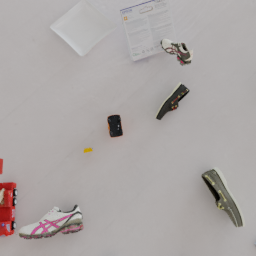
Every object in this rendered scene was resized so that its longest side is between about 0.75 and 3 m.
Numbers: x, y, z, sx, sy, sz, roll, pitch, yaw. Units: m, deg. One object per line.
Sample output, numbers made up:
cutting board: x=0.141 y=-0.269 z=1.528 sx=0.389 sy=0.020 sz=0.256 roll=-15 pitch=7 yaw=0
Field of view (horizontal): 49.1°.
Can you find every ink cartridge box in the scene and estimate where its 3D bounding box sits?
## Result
ink cartridge box: x=0.898 y=-4.263 z=12.080 sx=2.148 sy=0.474 sz=2.188 roll=-19 pitch=115 yaw=-5

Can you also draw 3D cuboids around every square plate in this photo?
square plate: x=-2.036 y=-4.604 z=12.893 sx=2.245 sy=0.322 sz=2.266 roll=44 pitch=79 yaw=11

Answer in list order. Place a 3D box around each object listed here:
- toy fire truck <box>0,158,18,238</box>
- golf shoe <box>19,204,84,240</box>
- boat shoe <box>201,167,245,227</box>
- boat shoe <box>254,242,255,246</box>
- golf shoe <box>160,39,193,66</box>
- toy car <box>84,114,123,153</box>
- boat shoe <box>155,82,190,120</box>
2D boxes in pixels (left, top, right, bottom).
toy fire truck: x=-4.652 y=2.542 z=10.033 sx=0.658 sy=1.903 sz=2.698 roll=-3 pitch=74 yaw=0
golf shoe: x=-2.837 y=3.496 z=10.365 sx=2.303 sy=0.836 sz=1.060 roll=-8 pitch=70 yaw=-11
boat shoe: x=3.577 y=2.667 z=10.584 sx=0.699 sy=0.836 sz=2.339 roll=-21 pitch=69 yaw=-6
boat shoe: x=5.094 y=4.228 z=10.415 sx=0.774 sy=0.271 sz=0.257 roll=-29 pitch=82 yaw=-7
golf shoe: x=2.056 y=-3.315 z=11.578 sx=0.649 sy=0.740 sz=1.680 roll=-28 pitch=61 yaw=-32
toy car: x=-1.096 y=0.192 z=11.343 sx=1.961 sy=0.653 sz=0.962 roll=-27 pitch=98 yaw=-10
boat shoe: x=1.839 y=-1.043 z=11.654 sx=0.606 sy=0.707 sz=1.933 roll=38 pitch=76 yaw=10
